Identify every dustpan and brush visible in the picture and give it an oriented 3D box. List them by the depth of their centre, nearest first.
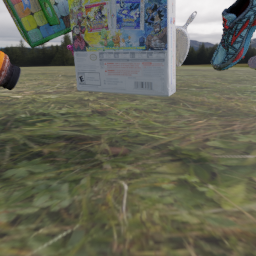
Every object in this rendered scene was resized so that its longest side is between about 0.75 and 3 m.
[{"bbox_3d":[1.471,-2.638,7.888,1.062,1.522,0.436,35,16,-5],"label":"dustpan and brush"}]

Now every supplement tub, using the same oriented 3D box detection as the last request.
[{"bbox_3d":[-2.964,-1.294,5.565,1.520,0.813,0.813,23,-1,-37],"label":"supplement tub"}]

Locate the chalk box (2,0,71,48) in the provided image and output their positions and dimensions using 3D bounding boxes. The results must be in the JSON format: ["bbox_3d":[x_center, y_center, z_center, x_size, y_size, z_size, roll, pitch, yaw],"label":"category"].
[{"bbox_3d":[-2.380,-3.180,7.550,1.474,1.481,2.381,-28,31,-12],"label":"chalk box"}]

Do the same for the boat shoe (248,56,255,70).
[{"bbox_3d":[3.722,-1.695,7.079,1.270,0.436,0.360,5,-3,43],"label":"boat shoe"}]

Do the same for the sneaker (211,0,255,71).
[{"bbox_3d":[2.404,-2.352,6.475,0.989,2.070,0.821,11,29,-29],"label":"sneaker"}]

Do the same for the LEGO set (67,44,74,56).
[{"bbox_3d":[-1.585,-3.555,10.139,1.022,2.490,0.950,33,25,-12],"label":"LEGO set"}]

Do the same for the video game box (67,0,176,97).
[{"bbox_3d":[-0.170,-2.058,6.770,2.652,2.416,0.621,8,24,27],"label":"video game box"}]
